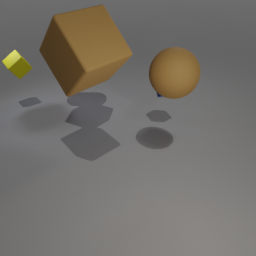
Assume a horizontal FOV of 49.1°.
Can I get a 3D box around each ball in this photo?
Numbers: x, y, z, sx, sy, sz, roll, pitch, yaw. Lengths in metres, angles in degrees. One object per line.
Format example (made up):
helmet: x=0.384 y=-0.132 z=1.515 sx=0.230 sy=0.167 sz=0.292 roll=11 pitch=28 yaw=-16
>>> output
ball: x=1.276 y=-1.507 z=7.726 sx=1.400 sy=1.400 sz=1.400 roll=0 pitch=31 yaw=0

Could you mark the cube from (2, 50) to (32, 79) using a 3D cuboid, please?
cube: x=-4.430 y=-2.534 z=11.224 sx=0.700 sy=0.700 sz=0.700 roll=-44 pitch=56 yaw=-3

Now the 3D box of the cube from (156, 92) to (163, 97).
cube: x=1.475 y=-1.572 z=10.433 sx=0.700 sy=0.700 sz=0.700 roll=-16 pitch=-3 yaw=35

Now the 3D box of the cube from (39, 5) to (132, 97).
cube: x=-1.040 y=-1.831 z=6.729 sx=1.400 sy=1.400 sz=1.400 roll=-30 pitch=-1 yaw=-34
